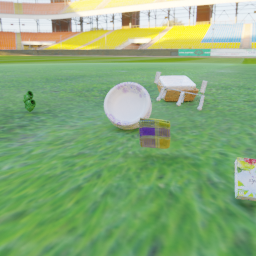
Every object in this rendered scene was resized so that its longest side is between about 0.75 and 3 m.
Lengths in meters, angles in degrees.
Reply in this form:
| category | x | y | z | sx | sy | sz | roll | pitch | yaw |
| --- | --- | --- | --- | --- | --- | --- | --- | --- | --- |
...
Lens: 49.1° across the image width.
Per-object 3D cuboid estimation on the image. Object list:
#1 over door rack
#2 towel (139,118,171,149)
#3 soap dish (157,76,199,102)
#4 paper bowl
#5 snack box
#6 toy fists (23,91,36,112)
| category | x | y | z | sx | sy | sz | roll | pitch | yaw |
| --- | --- | --- | --- | --- | --- | --- | --- | --- | --- |
| over door rack | 1.762 | -1.144 | 9.455 | 1.604 | 0.723 | 2.172 | 14 | -3 | 15 |
| towel | 0.508 | 0.126 | 5.338 | 0.606 | 0.844 | 0.096 | 6 | 52 | 9 |
| soap dish | 2.001 | -1.667 | 11.784 | 1.427 | 0.737 | 1.814 | -1 | 23 | -4 |
| paper bowl | 0.019 | -0.544 | 7.451 | 1.226 | 1.226 | 0.638 | 3 | -19 | 11 |
| snack box | 1.888 | 0.727 | 3.836 | 0.784 | 0.557 | 0.208 | 4 | -24 | 11 |
| toy fists | -3.296 | -0.868 | 9.303 | 0.267 | 0.395 | 0.776 | 6 | 44 | -42 |
